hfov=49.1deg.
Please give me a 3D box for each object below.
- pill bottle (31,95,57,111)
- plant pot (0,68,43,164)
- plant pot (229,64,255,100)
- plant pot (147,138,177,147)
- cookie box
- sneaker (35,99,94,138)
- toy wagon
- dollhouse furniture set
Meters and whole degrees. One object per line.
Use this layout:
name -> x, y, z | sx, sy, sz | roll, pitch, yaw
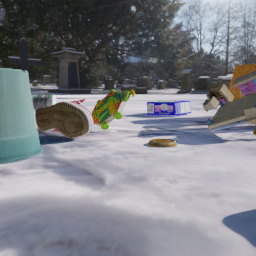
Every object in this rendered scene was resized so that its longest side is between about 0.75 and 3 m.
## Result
pill bottle -> -5.216, -1.512, 16.774 | 1.680, 0.950, 0.950 | -1, 9, -2
plant pot -> -2.786, -0.322, 5.926 | 1.845, 1.807, 1.845 | 1, 9, 0
plant pot -> 5.718, -1.668, 12.835 | 2.623, 2.402, 2.623 | 0, 8, 0
plant pot -> 0.865, 0.365, 7.066 | 0.757, 0.104, 0.757 | 0, 9, 0
cookie box -> 2.152, -1.062, 14.491 | 1.624, 0.713, 1.898 | 4, 9, 36
sneaker -> -1.556, -0.373, 8.802 | 1.663, 1.054, 2.958 | -12, 12, -41
toy wagon -> -0.507, -0.752, 9.214 | 0.333, 1.681, 1.304 | 36, 26, -38
dollhouse furniture set -> 3.864, -0.244, 9.407 | 2.812, 1.943, 2.978 | -23, 20, 50
